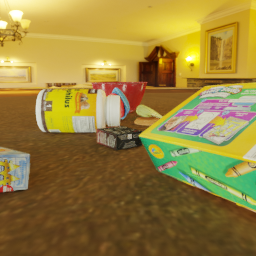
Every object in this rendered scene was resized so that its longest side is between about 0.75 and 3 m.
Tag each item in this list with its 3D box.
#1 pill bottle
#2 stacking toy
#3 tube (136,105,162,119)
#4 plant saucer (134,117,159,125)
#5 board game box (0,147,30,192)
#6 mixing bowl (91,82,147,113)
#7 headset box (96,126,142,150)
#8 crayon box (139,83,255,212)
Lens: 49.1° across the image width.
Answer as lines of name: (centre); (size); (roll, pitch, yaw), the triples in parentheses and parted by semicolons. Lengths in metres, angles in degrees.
pill bottle: (-1.468, -0.534, 8.674); (2.442, 1.334, 1.334); (0, 10, -1)
stacking toy: (-1.006, -0.645, 10.824); (1.949, 1.131, 1.069); (-26, -13, -28)
tube: (0.874, -0.599, 11.593); (0.550, 0.492, 1.894); (-23, 19, -14)
plant saucer: (0.751, -0.271, 10.481); (1.032, 0.193, 1.032); (0, 11, 0)
board game box: (-2.551, 0.579, 4.152); (1.887, 0.582, 1.888); (5, 3, 20)
mixing bowl: (-0.417, -1.518, 13.734); (2.737, 1.482, 2.737); (0, 10, 0)
headset box: (-0.261, 0.220, 7.144); (0.789, 0.409, 1.060); (-7, 12, -36)
crayon box: (1.642, 0.108, 4.010); (1.740, 0.853, 2.929); (-35, 19, -19)
